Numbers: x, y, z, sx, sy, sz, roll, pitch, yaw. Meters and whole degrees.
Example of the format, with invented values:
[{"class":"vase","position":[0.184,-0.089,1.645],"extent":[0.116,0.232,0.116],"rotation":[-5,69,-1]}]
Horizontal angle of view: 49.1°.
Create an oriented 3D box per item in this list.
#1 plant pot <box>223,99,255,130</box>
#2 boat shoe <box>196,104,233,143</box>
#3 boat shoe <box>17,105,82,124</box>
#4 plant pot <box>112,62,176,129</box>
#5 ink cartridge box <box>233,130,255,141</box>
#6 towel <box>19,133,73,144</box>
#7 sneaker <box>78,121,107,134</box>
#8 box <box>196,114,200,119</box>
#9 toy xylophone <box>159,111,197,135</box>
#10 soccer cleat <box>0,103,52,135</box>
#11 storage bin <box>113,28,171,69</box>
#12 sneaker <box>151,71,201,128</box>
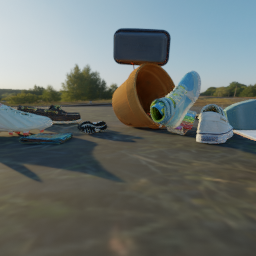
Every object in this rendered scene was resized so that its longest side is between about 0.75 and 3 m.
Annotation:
[{"class":"plant pot","position":[3.501,-0.361,8.722],"extent":[0.941,0.924,0.922],"rotation":[-8,4,11]},{"class":"boat shoe","position":[2.090,-0.171,6.802],"extent":[0.829,0.816,2.338],"rotation":[2,6,24]},{"class":"boat shoe","position":[-3.067,-0.551,11.127],"extent":[2.513,0.757,0.896],"rotation":[-3,6,-27]},{"class":"plant pot","position":[0.476,-0.920,9.370],"extent":[2.135,2.135,1.494],"rotation":[-6,-8,-45]},{"class":"ink cartridge box","position":[2.537,0.358,3.026],"extent":[2.105,0.471,1.855],"rotation":[0,6,-6]},{"class":"towel","position":[-1.826,0.213,6.415],"extent":[0.924,0.137,1.260],"rotation":[1,5,1]},{"class":"sneaker","position":[-1.055,0.005,7.939],"extent":[0.388,0.357,0.969],"rotation":[-14,-9,41]},{"class":"box","position":[3.629,-0.598,14.681],"extent":[1.417,0.184,1.734],"rotation":[-1,6,0]},{"class":"toy xylophone","position":[1.391,-0.175,7.768],"extent":[0.904,0.310,1.235],"rotation":[12,28,19]},{"class":"soccer cleat","position":[-3.250,-0.284,7.471],"extent":[2.382,0.924,0.825],"rotation":[-1,6,-17]},{"class":"storage bin","position":[0.377,-2.519,9.115],"extent":[1.968,1.432,1.322],"rotation":[5,17,6]},{"class":"sneaker","position":[0.993,-0.629,5.980],"extent":[0.904,1.384,0.551],"rotation":[6,23,-49]}]
